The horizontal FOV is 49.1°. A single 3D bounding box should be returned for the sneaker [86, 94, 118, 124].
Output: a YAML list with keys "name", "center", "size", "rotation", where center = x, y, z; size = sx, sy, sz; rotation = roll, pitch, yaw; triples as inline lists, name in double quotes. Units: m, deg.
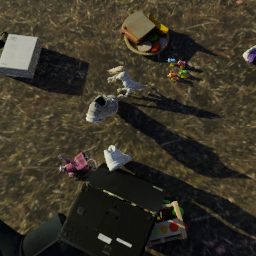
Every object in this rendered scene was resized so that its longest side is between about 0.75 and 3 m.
- name: "sneaker"
  center: [-0.863, -0.927, 10.882]
  size: [0.803, 0.881, 2.149]
  rotation: [18, 28, 9]

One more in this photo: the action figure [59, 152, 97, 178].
- name: "action figure"
  center: [-1.994, 1.373, 10.528]
  size: [1.355, 1.009, 0.907]
  rotation: [-21, 77, 16]

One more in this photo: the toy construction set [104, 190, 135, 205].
- name: "toy construction set"
  center: [-0.190, 2.452, 9.884]
  size: [1.432, 0.939, 0.660]
  rotation: [40, 79, 13]

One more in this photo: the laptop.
- name: "laptop"
  center: [-0.370, 2.797, 9.396]
  size: [2.613, 1.523, 2.948]
  rotation: [22, 74, 11]

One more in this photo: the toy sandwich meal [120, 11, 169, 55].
- name: "toy sandwich meal"
  center: [0.825, -4.346, 12.788]
  size: [2.270, 0.777, 2.270]
  rotation: [0, 68, 0]

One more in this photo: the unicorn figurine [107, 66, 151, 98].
- name: "unicorn figurine"
  center: [0.001, -1.809, 11.598]
  size: [1.233, 1.795, 0.663]
  rotation: [-24, 43, 23]

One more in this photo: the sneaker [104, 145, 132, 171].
- name: "sneaker"
  center: [-0.393, 0.992, 10.008]
  size: [0.695, 1.847, 0.817]
  rotation: [-34, 81, 6]

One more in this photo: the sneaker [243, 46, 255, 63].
- name: "sneaker"
  center: [5.974, -3.472, 12.625]
  size: [1.644, 0.663, 0.686]
  rotation: [-33, 86, -4]

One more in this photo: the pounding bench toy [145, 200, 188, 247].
- name: "pounding bench toy"
  center: [1.113, 2.927, 9.572]
  size: [1.455, 1.158, 1.865]
  rotation: [-12, 68, -5]

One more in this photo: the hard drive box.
- name: "hard drive box"
  center: [-4.736, -3.169, 12.357]
  size: [1.365, 0.672, 1.751]
  rotation: [7, 68, 3]

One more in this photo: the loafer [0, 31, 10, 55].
- name: "loafer"
  center: [-5.635, -3.919, 12.784]
  size: [0.501, 0.464, 1.332]
  rotation: [-6, 68, -3]

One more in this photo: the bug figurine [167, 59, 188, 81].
- name: "bug figurine"
  center: [2.164, -2.646, 12.353]
  size: [0.878, 0.291, 1.133]
  rotation: [-1, 67, -1]

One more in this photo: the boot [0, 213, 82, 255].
- name: "boot"
  center: [-3.228, 3.551, 9.292]
  size: [2.514, 1.143, 2.993]
  rotation: [-34, 78, -10]
